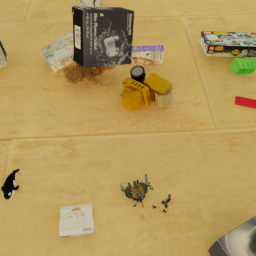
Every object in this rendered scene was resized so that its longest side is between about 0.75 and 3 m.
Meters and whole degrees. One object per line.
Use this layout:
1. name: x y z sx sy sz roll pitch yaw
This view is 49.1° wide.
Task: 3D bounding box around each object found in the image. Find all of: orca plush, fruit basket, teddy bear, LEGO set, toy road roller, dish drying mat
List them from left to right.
1. orca plush: -3.969 1.833 9.465 0.576 0.389 1.095 13 55 9
2. teddy bear: -1.712 -2.598 12.417 1.704 0.785 2.351 40 72 -1
3. LEGO set: 0.513 2.222 9.236 1.777 0.504 1.154 40 64 11
4. toy road roller: 0.660 -1.332 11.295 2.126 1.306 1.552 31 72 27
5. fruit basket: 5.244 -3.012 12.853 1.134 0.818 1.134 3 68 -6
6. dish drying mat: 5.171 -1.058 11.768 1.267 0.115 0.487 14 56 9

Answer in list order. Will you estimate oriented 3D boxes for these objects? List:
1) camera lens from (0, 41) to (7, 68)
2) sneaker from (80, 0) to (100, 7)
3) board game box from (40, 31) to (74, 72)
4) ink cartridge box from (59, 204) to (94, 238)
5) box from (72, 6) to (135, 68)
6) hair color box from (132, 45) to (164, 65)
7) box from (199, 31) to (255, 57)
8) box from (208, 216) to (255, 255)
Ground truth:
1. camera lens: -6.840 -3.254 12.147 2.609 2.087 2.087 -31 59 -22
2. sneaker: -2.190 -7.564 16.160 1.156 0.755 2.011 1 57 -3
3. board game box: -2.797 -3.758 13.189 2.342 0.401 1.574 -32 54 -6
4. ink cartridge box: -1.611 2.903 8.782 1.045 0.228 0.907 -5 53 -4
5. box: -1.002 -3.652 11.177 2.161 2.125 1.269 -12 31 -27
6. hair color box: 0.920 -3.397 13.072 1.445 0.790 0.468 -2 54 -1
7. box: 5.027 -4.018 13.347 2.895 0.577 1.982 2 36 1
8. box: 3.676 3.622 7.636 1.986 1.234 2.002 -25 57 -16
